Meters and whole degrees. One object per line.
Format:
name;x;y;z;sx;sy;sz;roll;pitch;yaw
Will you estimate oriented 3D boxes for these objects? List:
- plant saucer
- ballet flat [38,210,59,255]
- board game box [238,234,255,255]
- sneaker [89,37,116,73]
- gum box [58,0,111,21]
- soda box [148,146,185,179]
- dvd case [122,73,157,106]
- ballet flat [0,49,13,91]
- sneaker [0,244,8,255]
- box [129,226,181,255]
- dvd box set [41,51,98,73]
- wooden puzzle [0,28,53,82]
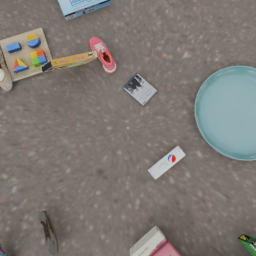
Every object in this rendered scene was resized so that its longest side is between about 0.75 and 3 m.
plant saucer;3.492;-0.462;8.650;2.945;0.404;2.945;0;79;1
ballet flat;-2.186;2.913;7.843;0.420;0.289;1.248;-29;75;14
board game box;4.020;3.880;7.427;0.268;1.198;2.287;-40;82;-7
sneaker;-0.788;-2.427;8.919;0.501;0.589;1.358;-32;80;-6
gum box;-1.681;-4.795;9.349;1.632;0.428;1.921;-22;87;-4
soda box;1.150;1.036;8.367;1.147;0.391;0.365;-39;82;-7
dvd case;0.376;-1.228;8.937;0.915;0.113;0.688;42;82;7
ballet flat;-4.130;-1.878;8.822;0.534;0.527;1.568;-29;78;19
sneaker;-3.555;3.405;7.690;0.484;1.221;0.583;-26;40;9
box;0.943;3.706;7.600;1.058;0.901;1.654;-40;82;-7
dvd box set;-1.756;-1.962;8.346;1.440;1.053;0.212;-22;101;-30
wooden puzzle;-3.287;-2.420;9.033;1.450;0.362;1.565;-19;80;-3
